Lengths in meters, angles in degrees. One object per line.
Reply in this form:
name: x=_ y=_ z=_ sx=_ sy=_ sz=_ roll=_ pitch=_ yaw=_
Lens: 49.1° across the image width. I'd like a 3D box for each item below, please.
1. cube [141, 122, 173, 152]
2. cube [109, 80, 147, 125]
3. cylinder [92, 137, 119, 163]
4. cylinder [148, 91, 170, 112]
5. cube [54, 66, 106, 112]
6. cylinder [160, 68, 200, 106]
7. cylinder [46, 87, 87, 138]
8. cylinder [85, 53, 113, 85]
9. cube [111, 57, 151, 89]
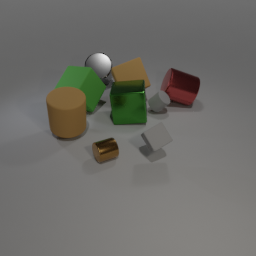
cube: x=0.921 y=0.310 z=9.128 sx=0.700 sy=0.700 sz=0.700 roll=-30 pitch=-4 yaw=-8
cube: x=0.056 y=-1.103 z=11.796 sx=1.400 sy=1.400 sz=1.400 roll=-4 pitch=30 yaw=5
cylinder: x=-0.761 y=0.740 z=9.448 sx=0.700 sy=0.700 sz=0.700 roll=-16 pitch=34 yaw=-25
cylinder: x=1.364 y=-1.163 z=12.254 sx=0.700 sy=0.700 sz=0.700 roll=26 pitch=46 yaw=-30
cube: x=-2.088 y=-1.732 z=12.340 sx=1.400 sy=1.400 sz=1.400 roll=12 pitch=67 yaw=33
cylinder: x=2.377 y=-1.888 z=12.915 sx=1.400 sy=1.400 sz=1.400 roll=17 pitch=29 yaw=-9
cylinder: x=-2.267 y=-0.587 z=10.445 sx=1.400 sy=1.400 sz=1.400 roll=3 pitch=41 yaw=-3
cylinder: x=-1.506 y=-3.064 z=14.776 sx=1.400 sy=1.400 sz=1.400 roll=-1 pitch=-5 yaw=-1
cube: x=0.102 y=-2.347 z=13.268 sx=1.400 sy=1.400 sz=1.400 roll=-22 pitch=5 yaw=-2
